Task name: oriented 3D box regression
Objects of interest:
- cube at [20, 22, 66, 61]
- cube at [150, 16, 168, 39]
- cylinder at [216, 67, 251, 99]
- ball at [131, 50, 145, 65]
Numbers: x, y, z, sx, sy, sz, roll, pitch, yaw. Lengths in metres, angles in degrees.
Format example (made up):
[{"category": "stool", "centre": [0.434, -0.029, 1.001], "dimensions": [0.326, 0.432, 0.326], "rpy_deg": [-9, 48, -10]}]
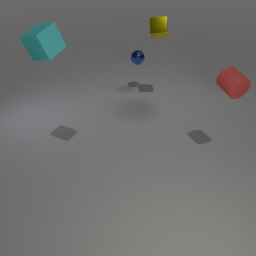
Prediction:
[{"category": "cube", "centre": [-2.172, -2.211, 7.215], "dimensions": [0.700, 0.700, 0.700], "rpy_deg": [7, 47, 34]}, {"category": "cube", "centre": [1.289, -4.164, 11.675], "dimensions": [0.700, 0.700, 0.700], "rpy_deg": [-1, 0, 9]}, {"category": "cylinder", "centre": [3.076, -1.323, 8.197], "dimensions": [0.700, 0.700, 0.700], "rpy_deg": [-13, 46, -19]}, {"category": "ball", "centre": [0.480, -3.466, 13.782], "dimensions": [0.700, 0.700, 0.700], "rpy_deg": [0, 32, 0]}]
